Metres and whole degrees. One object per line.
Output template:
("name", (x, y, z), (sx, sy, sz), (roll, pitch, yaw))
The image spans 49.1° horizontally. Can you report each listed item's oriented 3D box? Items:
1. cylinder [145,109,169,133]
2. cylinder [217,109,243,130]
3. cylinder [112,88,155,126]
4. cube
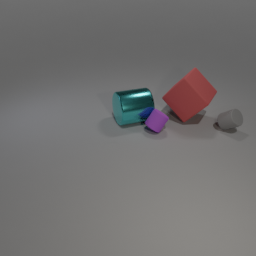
("cylinder", (1.141, -0.292, 11.062), (0.700, 0.700, 0.700), (32, 14, -9))
("cylinder", (4.029, -0.336, 11.041), (0.700, 0.700, 0.700), (-24, 0, -35))
("cylinder", (0.203, -0.894, 11.624), (1.400, 1.400, 1.400), (-10, 32, -17))
("cube", (2.557, -1.374, 11.601), (1.400, 1.400, 1.400), (48, 42, -2))
